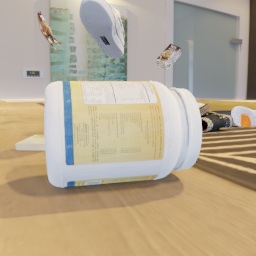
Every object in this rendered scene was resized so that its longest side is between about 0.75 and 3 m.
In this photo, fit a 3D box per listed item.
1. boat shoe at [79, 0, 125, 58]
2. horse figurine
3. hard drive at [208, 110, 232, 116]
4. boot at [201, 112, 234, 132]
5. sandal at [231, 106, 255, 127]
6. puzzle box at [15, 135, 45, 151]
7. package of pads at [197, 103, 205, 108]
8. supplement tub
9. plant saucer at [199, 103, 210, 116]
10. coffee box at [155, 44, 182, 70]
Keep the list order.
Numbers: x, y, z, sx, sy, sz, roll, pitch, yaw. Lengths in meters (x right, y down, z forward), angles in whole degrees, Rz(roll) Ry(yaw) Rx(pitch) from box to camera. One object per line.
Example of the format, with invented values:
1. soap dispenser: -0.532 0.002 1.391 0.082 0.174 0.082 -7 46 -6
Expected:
1. boat shoe: -0.654 -3.299 8.717 0.998 0.983 2.816 6 -15 18
2. horse figurine: -3.210 -3.805 11.323 0.449 1.193 1.800 -33 4 -2
3. hard drive: 5.151 -0.593 14.089 2.384 0.505 1.608 -1 8 -8
4. boot: 3.030 -0.252 11.149 1.394 0.666 1.846 -8 10 -31
5. sandal: 5.161 -0.443 12.255 2.214 0.848 0.635 6 3 -28
6. puzzle box: -2.418 0.403 8.028 1.008 0.193 1.516 0 8 3
7. package of pads: 1.977 -0.807 13.888 2.274 1.004 2.943 -4 8 -34
8. supplement tub: -0.155 0.063 4.818 2.387 1.727 1.727 -2 8 -14
9. plant saucer: 2.590 -0.460 11.368 1.747 0.257 1.747 -31 -1 -1
10. coffee box: 2.082 -3.623 14.245 0.690 1.221 0.487 33 -12 36
